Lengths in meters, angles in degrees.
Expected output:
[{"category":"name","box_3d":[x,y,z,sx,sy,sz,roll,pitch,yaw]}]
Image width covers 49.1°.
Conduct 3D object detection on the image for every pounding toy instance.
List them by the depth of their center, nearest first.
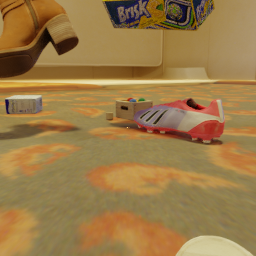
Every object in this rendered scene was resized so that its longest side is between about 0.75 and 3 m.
[{"category":"pounding toy","box_3d":[-0.139,-0.720,10.097,1.570,0.718,1.379,-11,16,-42]}]

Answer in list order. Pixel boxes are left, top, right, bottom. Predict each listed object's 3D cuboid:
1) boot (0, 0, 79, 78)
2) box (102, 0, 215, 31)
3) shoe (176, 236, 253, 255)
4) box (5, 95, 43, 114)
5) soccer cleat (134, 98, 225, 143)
[{"category":"boot","box_3d":[-3.097,-2.793,7.601,2.975,2.310,1.141,-30,-13,-15]},{"category":"box","box_3d":[0.743,-3.410,7.754,2.977,0.957,1.043,18,59,39]},{"category":"shoe","box_3d":[0.675,1.183,1.058,0.981,0.749,2.807,0,12,1]},{"category":"box","box_3d":[-4.239,-0.972,11.490,1.193,0.626,1.098,0,13,-3]},{"category":"soccer cleat","box_3d":[1.277,-0.357,7.536,0.937,1.074,2.809,-11,16,-41]}]
